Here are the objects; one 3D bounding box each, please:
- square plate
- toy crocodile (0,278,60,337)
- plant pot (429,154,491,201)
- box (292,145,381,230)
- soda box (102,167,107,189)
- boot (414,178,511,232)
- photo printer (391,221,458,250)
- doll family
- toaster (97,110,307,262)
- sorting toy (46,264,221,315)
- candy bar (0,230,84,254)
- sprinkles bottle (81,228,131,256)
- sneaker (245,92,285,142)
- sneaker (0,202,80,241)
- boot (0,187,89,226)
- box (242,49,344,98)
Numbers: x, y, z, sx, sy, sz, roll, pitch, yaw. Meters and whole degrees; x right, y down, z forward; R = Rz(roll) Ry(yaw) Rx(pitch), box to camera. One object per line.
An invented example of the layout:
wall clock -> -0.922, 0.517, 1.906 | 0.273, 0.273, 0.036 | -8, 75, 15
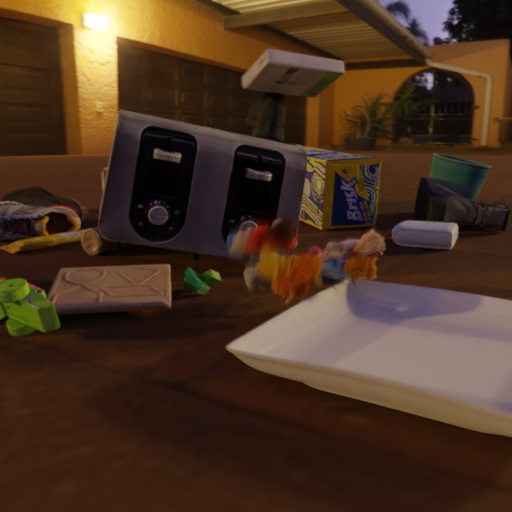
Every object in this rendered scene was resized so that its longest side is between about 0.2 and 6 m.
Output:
square plate -> 1.735, 0.897, 5.656 | 3.020, 0.430, 2.991 | 8, 15, 31
toy crocodile -> -2.968, 0.506, 6.717 | 1.817, 0.613, 0.561 | 10, 32, 33
plant pot -> 5.384, -1.914, 15.237 | 1.522, 1.431, 1.522 | 11, 17, -3
box -> 1.363, -1.998, 14.967 | 1.540, 1.678, 4.790 | -4, 16, -20
soda box -> -2.578, -1.952, 16.144 | 3.561, 1.218, 1.132 | -2, 13, -10
boot -> 5.027, -1.170, 13.851 | 1.916, 0.993, 2.932 | 6, 21, 5
photo printer -> 3.411, -0.441, 11.415 | 1.239, 0.430, 1.031 | 5, 15, 24
doll family -> 0.753, 0.154, 7.079 | 2.212, 0.997, 1.373 | 5, -12, -32
toaster -> -1.065, -1.269, 10.182 | 3.230, 2.119, 3.572 | 9, 11, -15
sorting toy -> -1.607, 0.483, 7.705 | 2.328, 0.343, 1.721 | -2, 16, -9
candy bar -> -4.128, -0.294, 11.283 | 0.473, 0.210, 1.896 | 14, 18, 36
sprinkles bottle -> -2.710, -0.411, 11.063 | 0.530, 0.530, 1.552 | 7, 15, 28
sneaker -> 0.275, -2.899, 11.243 | 0.775, 0.926, 2.040 | 6, 22, -12
sneaker -> -4.764, -0.717, 11.764 | 2.116, 0.824, 0.869 | -7, 16, -27
boot -> -5.371, -1.120, 13.259 | 2.515, 0.939, 1.219 | 7, 12, 20
box -> 0.646, -3.217, 9.964 | 1.494, 0.272, 1.078 | 1, -9, -25
